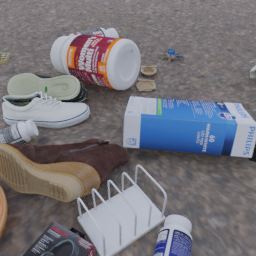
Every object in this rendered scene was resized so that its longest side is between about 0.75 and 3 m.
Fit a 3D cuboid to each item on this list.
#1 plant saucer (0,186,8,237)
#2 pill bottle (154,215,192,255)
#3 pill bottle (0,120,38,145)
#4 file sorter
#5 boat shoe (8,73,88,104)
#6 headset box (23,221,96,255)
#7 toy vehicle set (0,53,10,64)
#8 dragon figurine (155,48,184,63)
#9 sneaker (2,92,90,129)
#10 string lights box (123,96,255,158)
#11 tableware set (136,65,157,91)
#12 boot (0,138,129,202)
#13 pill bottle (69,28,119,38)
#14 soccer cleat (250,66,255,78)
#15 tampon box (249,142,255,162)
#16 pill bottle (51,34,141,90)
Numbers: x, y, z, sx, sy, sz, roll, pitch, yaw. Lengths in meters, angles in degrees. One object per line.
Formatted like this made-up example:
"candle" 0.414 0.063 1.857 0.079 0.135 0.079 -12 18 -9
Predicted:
"plant saucer" -3.547 1.920 5.233 2.553 0.478 2.553 -1 41 1
"pill bottle" 0.797 2.111 4.913 0.612 0.612 1.058 12 42 13
"pill bottle" -2.790 0.173 7.054 0.933 0.541 0.541 -23 43 -1
"file sorter" -0.125 1.530 5.342 1.460 0.909 1.013 -25 48 -25
"boat shoe" -2.531 -1.149 8.694 2.641 0.948 0.893 4 -3 18
"headset box" -1.225 2.296 4.788 0.946 0.491 1.271 22 47 24
"toy vehicle set" -5.211 -2.666 10.836 1.087 0.144 0.675 -5 41 -5
"dragon figurine" 1.627 -2.860 10.915 1.142 0.336 0.568 31 49 30
"sneaker" -2.308 -0.544 7.805 2.434 0.862 0.889 -4 41 -4
"string lights box" 1.437 -0.102 6.981 2.973 0.877 1.528 5 24 5
"tableware set" 0.266 -1.790 9.767 1.477 0.205 1.768 3 40 4
"boot" -1.522 0.713 6.432 2.590 0.937 2.155 17 24 24
"pill bottle" -1.306 -3.287 10.868 1.793 1.039 1.039 -20 45 -21
"soccer cleat" 5.044 -1.259 8.748 1.223 0.990 2.834 -30 46 -3
"tampon box" 4.001 0.258 6.690 1.726 1.090 1.294 18 44 19
"pill bottle" -1.105 -2.192 9.009 2.772 1.519 1.519 18 43 32
